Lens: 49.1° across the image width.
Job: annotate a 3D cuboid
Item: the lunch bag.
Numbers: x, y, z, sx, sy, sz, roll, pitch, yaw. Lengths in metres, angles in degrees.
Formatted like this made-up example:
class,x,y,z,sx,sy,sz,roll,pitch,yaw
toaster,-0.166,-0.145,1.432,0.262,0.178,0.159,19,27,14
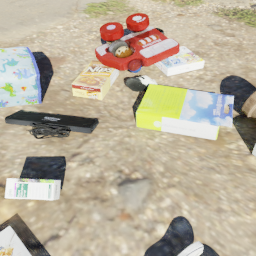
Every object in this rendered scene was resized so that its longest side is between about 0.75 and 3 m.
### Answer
class,x,y,z,sx,sy,sz,roll,pitch,yaw
lunch bag,-4.518,-2.007,10.124,2.282,1.710,2.683,-11,52,-24

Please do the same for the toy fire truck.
class,x,y,z,sx,sy,sz,roll,pitch,yaw
toy fire truck,0.283,-3.259,11.447,2.966,1.663,2.491,-26,48,-15

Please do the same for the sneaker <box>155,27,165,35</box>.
class,x,y,z,sx,sy,sz,roll,pitch,yaw
sneaker,1.108,-4.664,14.079,1.708,0.847,0.604,14,44,18

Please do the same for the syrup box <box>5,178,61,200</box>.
class,x,y,z,sx,sy,sz,roll,pitch,yaw
syrup box,-2.250,1.447,6.663,1.180,0.480,0.465,1,80,5

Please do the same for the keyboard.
class,x,y,z,sx,sy,sz,roll,pitch,yaw
keyboard,-2.512,-0.007,8.988,2.933,0.581,1.527,6,17,9

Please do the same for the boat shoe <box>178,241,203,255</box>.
class,x,y,z,sx,sy,sz,roll,pitch,yaw
boat shoe,1.025,2.815,5.462,1.450,0.522,0.477,-27,53,-28

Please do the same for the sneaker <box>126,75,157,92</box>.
class,x,y,z,sx,sy,sz,roll,pitch,yaw
sneaker,0.490,-1.703,10.486,1.399,0.518,0.619,8,51,-33

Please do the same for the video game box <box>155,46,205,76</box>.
class,x,y,z,sx,sy,sz,roll,pitch,yaw
video game box,2.144,-3.005,12.432,1.838,0.430,1.675,-15,40,-17

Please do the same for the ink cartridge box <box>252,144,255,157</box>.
class,x,y,z,sx,sy,sz,roll,pitch,yaw
ink cartridge box,4.339,0.632,7.714,0.932,0.928,1.283,-20,44,-23

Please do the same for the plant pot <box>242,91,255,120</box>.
class,x,y,z,sx,sy,sz,roll,pitch,yaw
plant pot,4.705,-0.556,8.837,1.625,1.625,1.418,-19,60,-21

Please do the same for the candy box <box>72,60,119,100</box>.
class,x,y,z,sx,sy,sz,roll,pitch,yaw
candy box,-1.228,-1.934,11.034,1.190,0.570,2.061,11,41,12

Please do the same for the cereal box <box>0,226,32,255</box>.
class,x,y,z,sx,sy,sz,roll,pitch,yaw
cereal box,-2.474,2.830,5.586,1.508,0.298,1.085,32,50,33

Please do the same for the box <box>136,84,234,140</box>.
class,x,y,z,sx,sy,sz,roll,pitch,yaw
box,1.891,-0.577,9.258,2.906,0.692,1.772,10,43,14
